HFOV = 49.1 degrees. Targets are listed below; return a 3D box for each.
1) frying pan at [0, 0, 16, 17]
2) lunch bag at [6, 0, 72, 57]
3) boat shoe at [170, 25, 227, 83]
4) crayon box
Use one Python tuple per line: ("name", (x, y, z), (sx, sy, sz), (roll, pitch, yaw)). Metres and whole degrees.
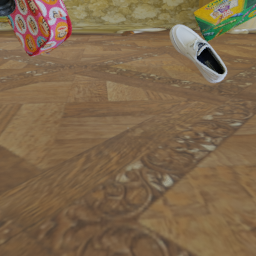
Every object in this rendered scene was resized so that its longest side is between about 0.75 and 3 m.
("frying pan", (-2.362, -2.145, 5.054), (0.751, 1.241, 0.202), (1, 67, -8))
("lunch bag", (-3.068, -3.643, 8.698), (2.353, 2.672, 1.095), (-14, 14, 48))
("boat shoe", (1.459, -1.583, 5.682), (0.551, 1.498, 0.490), (-45, -4, -5))
("crayon box", (2.600, -3.052, 7.432), (1.504, 0.438, 0.894), (-25, 53, 23))
